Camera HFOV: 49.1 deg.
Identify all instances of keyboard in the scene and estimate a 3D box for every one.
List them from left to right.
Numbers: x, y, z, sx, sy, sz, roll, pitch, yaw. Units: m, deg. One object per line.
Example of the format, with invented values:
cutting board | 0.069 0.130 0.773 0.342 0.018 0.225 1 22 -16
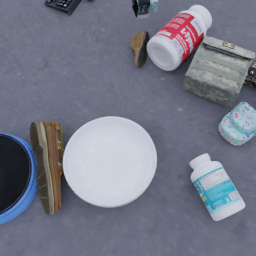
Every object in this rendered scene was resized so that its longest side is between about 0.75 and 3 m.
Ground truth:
keyboard | -2.065 -6.005 11.833 1.790 0.382 2.981 24 70 10

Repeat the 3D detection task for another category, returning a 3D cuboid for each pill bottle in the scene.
pill bottle | 1.920 -3.309 10.138 1.359 1.359 2.421 38 72 15
pill bottle | 2.514 1.682 8.205 1.003 1.003 1.810 -22 68 -9

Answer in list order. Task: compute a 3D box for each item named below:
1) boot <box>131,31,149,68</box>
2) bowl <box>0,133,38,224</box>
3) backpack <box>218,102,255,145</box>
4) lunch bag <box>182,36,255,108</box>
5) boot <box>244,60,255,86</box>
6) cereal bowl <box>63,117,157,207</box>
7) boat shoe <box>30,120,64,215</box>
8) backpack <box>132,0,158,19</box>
boot | 0.378 -2.908 10.496 0.601 0.586 1.593 0 62 23
bowl | -4.164 1.462 8.534 2.890 0.567 2.890 0 67 0
backpack | 3.632 -0.113 9.044 1.272 0.958 1.129 -38 71 -9
lunch bag | 3.159 -2.116 9.606 1.826 1.309 2.227 24 71 13
boot | 4.736 -1.350 9.606 1.627 0.791 2.161 31 68 12
cereal bowl | -0.505 1.063 8.401 2.681 1.116 2.681 0 67 1
boat shoe | -2.210 1.105 8.406 0.955 1.011 2.809 -2 77 -38
backpack | 0.540 -4.290 9.428 0.898 1.193 1.059 -4 78 -7
